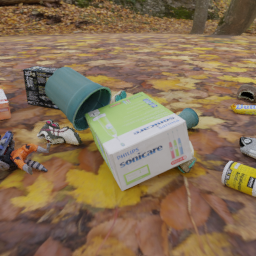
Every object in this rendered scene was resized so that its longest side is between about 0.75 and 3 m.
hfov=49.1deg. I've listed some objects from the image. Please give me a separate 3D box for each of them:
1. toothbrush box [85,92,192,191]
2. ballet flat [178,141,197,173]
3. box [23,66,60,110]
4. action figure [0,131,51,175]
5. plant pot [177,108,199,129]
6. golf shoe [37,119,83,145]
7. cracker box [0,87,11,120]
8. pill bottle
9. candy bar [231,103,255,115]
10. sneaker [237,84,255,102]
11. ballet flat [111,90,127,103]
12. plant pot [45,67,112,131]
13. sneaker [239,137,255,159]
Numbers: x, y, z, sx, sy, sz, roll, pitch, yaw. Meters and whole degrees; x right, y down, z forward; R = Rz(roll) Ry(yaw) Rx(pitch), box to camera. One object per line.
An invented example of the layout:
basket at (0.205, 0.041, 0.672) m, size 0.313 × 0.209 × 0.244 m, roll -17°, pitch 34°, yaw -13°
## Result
toothbrush box at (0.151, 0.177, 7.799) m, size 2.008 × 1.187 × 2.758 m, roll -23°, pitch 27°, yaw -12°
ballet flat at (1.500, 0.583, 8.027) m, size 0.617 × 0.685 × 1.820 m, roll 40°, pitch 10°, yaw -25°
box at (-3.501, -1.788, 12.336) m, size 1.976 × 1.618 × 0.851 m, roll 10°, pitch 25°, yaw 24°
action figure at (-3.078, 0.970, 7.397) m, size 1.675 × 0.906 × 1.732 m, roll 2°, pitch 50°, yaw 21°
plant pot at (1.992, -0.241, 9.972) m, size 0.749 × 0.765 × 0.765 m, roll -28°, pitch 35°, yaw -34°
golf shoe at (-2.180, 0.302, 9.017) m, size 1.676 × 0.647 × 0.738 m, roll 17°, pitch 52°, yaw 33°
cracker box at (-5.937, -0.971, 11.560) m, size 1.712 × 0.737 × 2.556 m, roll -12°, pitch 27°, yaw -26°
pill bottle at (2.865, 1.239, 6.618) m, size 1.120 × 0.624 × 0.624 m, roll 18°, pitch 29°, yaw 36°
candy bar at (5.665, -0.706, 11.517) m, size 2.813 × 0.312 × 0.701 m, roll 6°, pitch 24°, yaw 11°
sneaker at (6.153, -1.418, 12.895) m, size 2.197 × 0.774 × 0.830 m, roll 15°, pitch 49°, yaw 33°
ballet flat at (-0.477, -1.239, 12.638) m, size 0.551 × 0.596 × 1.766 m, roll -23°, pitch 12°, yaw 20°
plant pot at (-1.629, -1.000, 8.745) m, size 1.577 × 1.610 × 1.610 m, roll 38°, pitch 38°, yaw 20°
sneaker at (4.000, 0.391, 8.572) m, size 1.009 × 0.656 × 1.747 m, roll 19°, pitch 31°, yaw 41°
